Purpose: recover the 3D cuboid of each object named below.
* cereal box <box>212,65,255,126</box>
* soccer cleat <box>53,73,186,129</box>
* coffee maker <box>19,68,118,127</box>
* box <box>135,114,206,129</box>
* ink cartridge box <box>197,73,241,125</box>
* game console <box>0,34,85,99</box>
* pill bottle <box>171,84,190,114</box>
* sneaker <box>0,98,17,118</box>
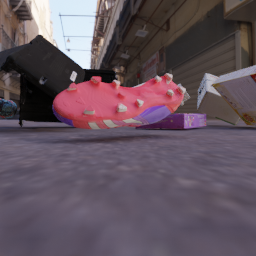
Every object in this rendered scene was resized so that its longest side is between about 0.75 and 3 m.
[{"bbox_3d":[3.324,-0.757,7.185,0.471,1.716,2.385,-44,8,-4],"label":"cereal box"},{"bbox_3d":[-0.048,-0.238,3.709,2.051,0.784,0.684,-17,57,-40],"label":"soccer cleat"},{"bbox_3d":[-1.593,-0.840,7.746,2.644,1.781,2.540,1,5,-22],"label":"coffee maker"},{"bbox_3d":[1.122,-0.173,6.972,1.207,0.345,1.763,0,2,30],"label":"box"},{"bbox_3d":[3.230,-1.071,9.816,1.425,0.807,1.943,22,31,3],"label":"ink cartridge box"},{"bbox_3d":[-2.243,-1.107,6.142,2.145,1.419,2.438,37,19,-20],"label":"game console"},{"bbox_3d":[1.394,-0.865,9.292,1.222,0.695,0.695,-37,-6,11],"label":"pill bottle"},{"bbox_3d":[-4.041,-0.695,8.411,1.441,0.571,0.688,19,0,13],"label":"sneaker"}]
